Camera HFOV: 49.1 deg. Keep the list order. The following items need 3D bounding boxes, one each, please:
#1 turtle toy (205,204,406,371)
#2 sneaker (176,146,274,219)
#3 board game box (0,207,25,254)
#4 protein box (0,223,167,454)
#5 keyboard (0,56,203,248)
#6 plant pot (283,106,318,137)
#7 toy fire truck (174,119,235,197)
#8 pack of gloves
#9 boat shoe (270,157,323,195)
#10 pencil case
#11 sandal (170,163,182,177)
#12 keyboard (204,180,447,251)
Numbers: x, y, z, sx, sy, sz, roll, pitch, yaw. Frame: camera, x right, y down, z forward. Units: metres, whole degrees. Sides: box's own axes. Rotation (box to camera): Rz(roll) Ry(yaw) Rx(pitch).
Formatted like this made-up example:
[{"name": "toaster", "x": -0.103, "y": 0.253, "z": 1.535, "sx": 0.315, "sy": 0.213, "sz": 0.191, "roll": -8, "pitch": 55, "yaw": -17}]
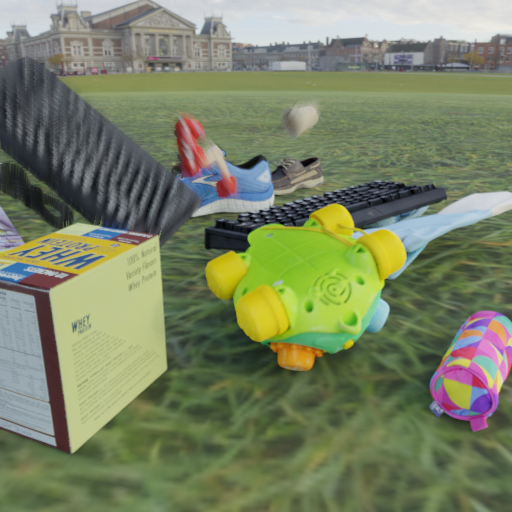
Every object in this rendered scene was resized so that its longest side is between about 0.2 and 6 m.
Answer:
[{"name": "turtle toy", "x": 0.458, "y": 0.340, "z": 6.216, "sx": 1.810, "sy": 1.255, "sz": 2.483, "roll": -25, "pitch": 28, "yaw": -14}, {"name": "sneaker", "x": -1.124, "y": -1.555, "z": 11.364, "sx": 3.060, "sy": 1.364, "sz": 1.202, "roll": -9, "pitch": 22, "yaw": -21}, {"name": "board game box", "x": -5.149, "y": -0.259, "z": 8.282, "sx": 2.886, "sy": 0.776, "sz": 4.808, "roll": -6, "pitch": 21, "yaw": -31}, {"name": "protein box", "x": -1.664, "y": 0.646, "z": 5.148, "sx": 1.001, "sy": 1.484, "sz": 1.473, "roll": 9, "pitch": 22, "yaw": 22}, {"name": "keyboard", "x": -2.406, "y": -1.224, "z": 7.375, "sx": 3.200, "sy": 0.410, "sz": 1.921, "roll": 39, "pitch": 55, "yaw": -2}, {"name": "plant pot", "x": 1.009, "y": -3.018, "z": 12.358, "sx": 0.586, "sy": 0.640, "sz": 0.640, "roll": -26, "pitch": 30, "yaw": -27}, {"name": "toy fire truck", "x": -0.948, "y": -1.824, "z": 10.443, "sx": 1.003, "sy": 1.423, "sz": 0.347, "roll": -3, "pitch": -11, "yaw": -36}, {"name": "pack of gloves", "x": 2.273, "y": -0.312, "z": 9.309, "sx": 3.903, "sy": 0.770, "sz": 3.279, "roll": -17, "pitch": 11, "yaw": -35}, {"name": "boat shoe", "x": 0.743, "y": -1.961, "z": 13.301, "sx": 2.122, "sy": 0.778, "sz": 0.790, "roll": -18, "pitch": 27, "yaw": -41}, {"name": "pencil case", "x": 2.134, "y": 1.049, "z": 5.416, "sx": 0.631, "sy": 0.631, "sz": 1.429, "roll": 12, "pitch": 25, "yaw": 30}, {"name": "sandal", "x": -0.812, "y": -1.698, "z": 12.362, "sx": 2.116, "sy": 0.865, "sz": 0.578, "roll": 2, "pitch": 37, "yaw": -4}, {"name": "keyboard", "x": 1.077, "y": -0.766, "z": 9.580, "sx": 4.109, "sy": 0.527, "sz": 2.467, "roll": -16, "pitch": 12, "yaw": -35}]
